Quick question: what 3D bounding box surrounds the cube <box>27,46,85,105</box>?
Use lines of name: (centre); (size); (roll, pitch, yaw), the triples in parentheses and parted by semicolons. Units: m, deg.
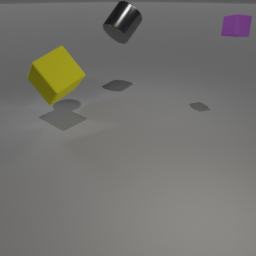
cube: (-2.742, -1.959, 10.648); (1.400, 1.400, 1.400); (-42, 7, -29)

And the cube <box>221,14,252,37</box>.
cube: (3.935, -3.701, 10.175); (0.700, 0.700, 0.700); (-4, 17, -24)

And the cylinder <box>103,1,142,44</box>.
cylinder: (-0.258, -4.999, 13.330); (1.400, 1.400, 1.400); (28, 82, 42)
